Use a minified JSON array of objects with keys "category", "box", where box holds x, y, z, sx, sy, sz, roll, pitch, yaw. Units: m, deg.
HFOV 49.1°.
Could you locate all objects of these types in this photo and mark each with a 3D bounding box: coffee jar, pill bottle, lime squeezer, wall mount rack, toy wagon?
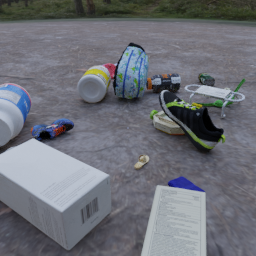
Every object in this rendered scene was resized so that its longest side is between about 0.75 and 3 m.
[{"category":"coffee jar","box":[4.450,-2.762,15.949,0.635,0.520,1.218,-3,28,-3]},{"category":"pill bottle","box":[1.831,-2.373,14.775,1.722,0.915,0.915,-5,28,-9]},{"category":"lime squeezer","box":[4.362,-1.327,12.974,2.458,0.868,0.464,-26,41,16]},{"category":"pill bottle","box":[-1.620,-2.329,14.174,1.382,1.382,2.458,2,27,5]},{"category":"pill bottle","box":[-4.625,-0.495,10.416,1.596,1.596,2.844,-3,28,-6]},{"category":"wall mount rack","box":[4.043,-1.385,12.912,2.701,1.007,2.347,19,37,32]},{"category":"toy wagon","box":[2.212,-0.440,11.506,1.943,0.496,2.505,24,35,38]}]

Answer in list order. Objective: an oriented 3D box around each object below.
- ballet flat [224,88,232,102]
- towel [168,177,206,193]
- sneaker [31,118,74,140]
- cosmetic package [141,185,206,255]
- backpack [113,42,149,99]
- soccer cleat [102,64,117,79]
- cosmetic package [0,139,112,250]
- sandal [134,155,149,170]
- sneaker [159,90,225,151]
[{"category":"ballet flat","box":[4.978,-1.723,13.957,0.545,0.545,1.569,5,27,9]},{"category":"towel","box":[1.594,1.690,7.722,0.652,0.219,0.882,-11,28,-33]},{"category":"sneaker","box":[-2.766,0.129,10.431,1.591,0.599,0.624,-18,38,-14]},{"category":"cosmetic package","box":[0.987,2.296,5.830,1.197,0.845,2.312,7,27,13]},{"category":"backpack","box":[0.147,-2.654,14.075,2.138,2.268,2.781,23,38,13]},{"category":"soccer cleat","box":[-0.755,-3.605,17.391,2.779,0.927,1.063,-22,11,-31]},{"category":"cosmetic package","box":[-1.999,1.454,7.012,2.910,1.234,1.566,19,34,33]},{"category":"sandal","box":[0.456,0.997,8.948,0.311,0.279,0.849,13,30,23]},{"category":"sneaker","box":[2.277,-0.477,9.692,0.993,1.147,2.771,-25,69,-45]}]
